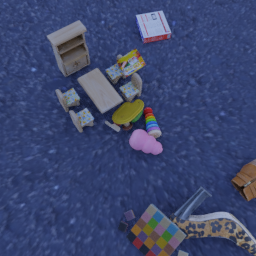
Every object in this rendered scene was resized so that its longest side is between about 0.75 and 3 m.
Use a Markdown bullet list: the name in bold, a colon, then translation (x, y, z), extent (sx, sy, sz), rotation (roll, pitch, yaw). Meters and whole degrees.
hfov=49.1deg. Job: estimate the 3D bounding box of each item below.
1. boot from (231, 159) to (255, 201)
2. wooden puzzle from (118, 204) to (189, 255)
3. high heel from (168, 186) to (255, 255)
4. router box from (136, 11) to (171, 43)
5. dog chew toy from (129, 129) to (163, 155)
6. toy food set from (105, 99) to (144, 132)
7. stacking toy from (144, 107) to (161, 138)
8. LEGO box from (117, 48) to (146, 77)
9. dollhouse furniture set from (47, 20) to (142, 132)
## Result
- **boot**: translation (4.320, 1.894, 8.896), extent (1.376, 0.680, 1.772), rotation (-33, 67, -16)
- **wooden puzzle**: translation (0.793, 3.159, 8.247), extent (2.219, 0.156, 1.316), rotation (39, 99, 21)
- **high heel**: translation (2.478, 3.294, 8.350), extent (2.664, 0.951, 1.899), rotation (43, 92, 7)
- **router box**: translation (1.073, -4.344, 11.992), extent (1.204, 0.328, 1.341), rotation (-12, 66, -5)
- **dog chew toy**: translation (0.636, 0.528, 9.564), extent (1.156, 0.720, 0.720), rotation (26, 68, 5)
- **toy food set**: translation (-0.024, -0.360, 10.095), extent (0.945, 0.525, 1.607), rotation (23, 59, 42)
- **stacking toy**: translation (0.826, -0.223, 10.061), extent (0.503, 0.503, 1.179), rotation (-9, 59, -4)
- **LEGO box**: translation (0.109, -2.283, 9.819), extent (0.821, 0.612, 0.317), rotation (-32, 41, 8)
- **dollhouse furniture set**: translation (-1.383, -1.949, 9.941), extent (2.723, 1.929, 2.965), rotation (-32, 71, -14)
